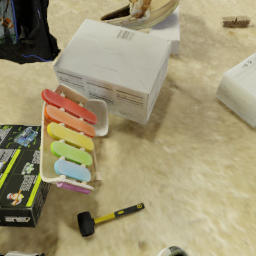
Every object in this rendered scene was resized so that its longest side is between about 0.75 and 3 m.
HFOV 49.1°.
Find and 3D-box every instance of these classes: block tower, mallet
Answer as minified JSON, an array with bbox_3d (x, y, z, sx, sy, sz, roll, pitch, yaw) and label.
[{"bbox_3d":[4.213,-4.205,11.052,1.112,0.321,0.300,-3,57,-4],"label":"block tower"},{"bbox_3d":[-0.426,2.083,6.904,1.685,0.347,0.555,-20,64,-17],"label":"mallet"}]

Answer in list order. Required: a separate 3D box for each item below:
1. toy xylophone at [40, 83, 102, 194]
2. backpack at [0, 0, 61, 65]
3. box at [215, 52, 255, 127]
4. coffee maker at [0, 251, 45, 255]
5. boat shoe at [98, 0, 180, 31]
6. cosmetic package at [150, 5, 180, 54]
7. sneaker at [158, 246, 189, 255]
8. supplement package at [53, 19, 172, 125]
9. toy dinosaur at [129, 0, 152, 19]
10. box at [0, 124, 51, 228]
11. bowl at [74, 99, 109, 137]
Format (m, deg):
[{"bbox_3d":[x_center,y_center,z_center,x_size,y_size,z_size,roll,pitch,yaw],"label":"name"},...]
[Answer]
[{"bbox_3d":[-1.319,0.330,6.985,0.709,2.066,2.822,-28,61,28],"label":"toy xylophone"},{"bbox_3d":[-2.860,-2.870,6.780,2.016,2.616,2.492,0,98,-1],"label":"backpack"},{"bbox_3d":[3.911,-1.211,8.604,1.629,1.070,1.637,-33,62,-20],"label":"box"},{"bbox_3d":[-3.070,3.342,5.512,2.311,1.556,2.219,14,79,10],"label":"coffee maker"},{"bbox_3d":[0.372,-4.164,10.017,2.945,0.957,1.063,-20,50,15],"label":"boat shoe"},{"bbox_3d":[1.379,-3.951,10.649,1.095,0.672,2.653,2,56,6],"label":"cosmetic package"},{"bbox_3d":[1.112,3.637,5.385,0.981,1.052,2.654,-9,56,-8],"label":"sneaker"},{"bbox_3d":[-0.375,-1.761,8.613,2.834,1.571,2.207,18,61,11],"label":"supplement package"},{"bbox_3d":[0.779,-4.126,7.782,1.574,2.963,0.895,27,74,-22],"label":"toy dinosaur"},{"bbox_3d":[-3.252,0.955,6.835,2.867,0.705,2.969,3,35,-1],"label":"box"},{"bbox_3d":[-1.117,-0.330,8.119,1.114,1.115,0.416,-2,24,-1],"label":"bowl"}]
